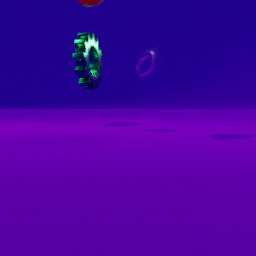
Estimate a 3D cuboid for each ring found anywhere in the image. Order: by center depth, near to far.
[{"bbox_3d":[0.811,-2.942,12.960,0.251,1.253,1.253,26,-13,-37],"label":"ring"}]

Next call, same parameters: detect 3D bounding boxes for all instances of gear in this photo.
[{"bbox_3d":[-1.447,-2.472,10.451,0.384,2.076,2.076,-1,4,13],"label":"gear"}]

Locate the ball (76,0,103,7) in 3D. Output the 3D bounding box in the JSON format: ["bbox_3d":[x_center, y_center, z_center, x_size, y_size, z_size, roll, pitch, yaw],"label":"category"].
[{"bbox_3d":[-1.047,-3.765,7.500,0.972,0.972,0.972,0,4,0],"label":"ball"}]
